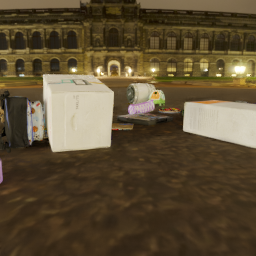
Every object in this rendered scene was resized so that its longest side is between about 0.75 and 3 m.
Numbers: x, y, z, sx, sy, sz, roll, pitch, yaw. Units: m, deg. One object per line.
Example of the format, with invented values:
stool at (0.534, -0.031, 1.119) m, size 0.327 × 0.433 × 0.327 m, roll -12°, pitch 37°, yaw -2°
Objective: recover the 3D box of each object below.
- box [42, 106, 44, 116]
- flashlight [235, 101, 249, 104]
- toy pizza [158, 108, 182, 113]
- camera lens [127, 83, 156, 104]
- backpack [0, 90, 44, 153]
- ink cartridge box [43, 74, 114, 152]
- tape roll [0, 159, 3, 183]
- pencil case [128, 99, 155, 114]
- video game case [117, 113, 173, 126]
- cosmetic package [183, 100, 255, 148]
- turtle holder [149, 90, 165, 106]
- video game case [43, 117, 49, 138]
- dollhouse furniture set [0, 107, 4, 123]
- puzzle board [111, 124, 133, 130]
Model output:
box at (-3.686, -0.900, 14.078) m, size 1.482 × 0.451 × 1.839 m, roll 3°, pitch 11°, yaw 25°
flashlight at (5.651, -0.833, 12.516) m, size 0.900 × 0.903 × 2.657 m, roll -2°, pitch 11°, yaw -10°
toy pizza at (2.269, -0.972, 15.137) m, size 1.253 × 0.199 × 1.253 m, roll 0°, pitch 11°, yaw 0°
camera lens at (0.874, -2.363, 19.319) m, size 1.752 × 1.401 × 1.401 m, roll -5°, pitch 12°, yaw -26°
backpack at (-2.947, -0.197, 7.767) m, size 1.205 × 1.565 × 1.490 m, roll 1°, pitch 3°, yaw -26°
ink cartridge box at (-1.506, -0.531, 7.984) m, size 1.594 × 1.601 × 2.182 m, roll -3°, pitch 22°, yaw -21°
tape roll at (-2.774, 0.808, 5.016) m, size 0.949 × 0.403 × 0.949 m, roll -1°, pitch 10°, yaw 0°
pencil case at (0.690, -1.007, 13.821) m, size 1.432 × 0.612 × 0.601 m, roll -20°, pitch 49°, yaw -37°
video game case at (0.721, -0.402, 11.996) m, size 1.791 × 0.228 × 1.619 m, roll 10°, pitch 14°, yaw 43°
cosmetic package at (3.307, -0.221, 8.751) m, size 1.507 × 1.059 × 2.972 m, roll -7°, pitch 13°, yaw -33°
turtle holder at (2.013, -2.010, 18.550) m, size 1.403 × 0.996 × 1.066 m, roll -10°, pitch 14°, yaw -42°
video game case at (-2.504, -0.066, 9.949) m, size 2.416 × 0.293 × 2.655 m, roll -1°, pitch 12°, yaw -8°
dollhouse furniture set at (-4.866, -0.315, 10.874) m, size 1.108 × 0.840 × 1.264 m, roll 6°, pitch -10°, yaw 28°
puzzle board at (-0.444, -0.047, 10.450) m, size 1.264 × 0.110 × 0.953 m, roll 1°, pitch 10°, yaw 3°
